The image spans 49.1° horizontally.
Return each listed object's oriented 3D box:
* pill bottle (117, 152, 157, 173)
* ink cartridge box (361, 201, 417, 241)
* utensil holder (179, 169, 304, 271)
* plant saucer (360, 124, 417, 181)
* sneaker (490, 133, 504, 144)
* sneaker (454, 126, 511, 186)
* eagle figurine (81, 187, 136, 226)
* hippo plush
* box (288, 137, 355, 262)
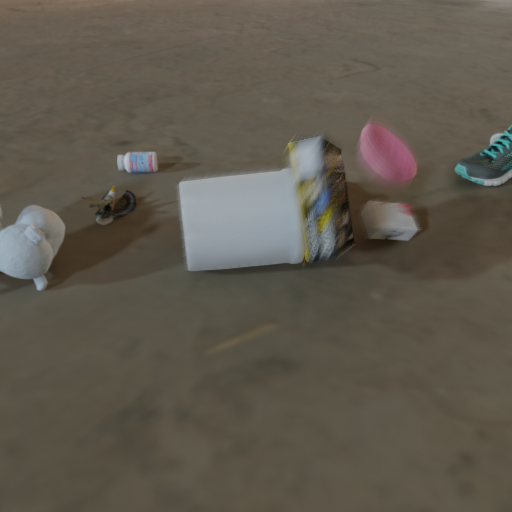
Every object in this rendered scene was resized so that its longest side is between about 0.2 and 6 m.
[{"bbox_3d":[-2.822,-2.226,13.345,0.888,0.483,0.483,-3,33,-3],"label":"pill bottle"},{"bbox_3d":[2.503,-0.665,10.625,0.883,0.368,0.641,3,55,-19],"label":"ink cartridge box"},{"bbox_3d":[-0.276,-0.619,9.814,1.992,1.692,1.692,-5,33,-6],"label":"utensil holder"},{"bbox_3d":[2.014,-1.563,8.705,1.076,0.273,1.076,24,43,-24],"label":"plant saucer"},{"bbox_3d":[6.640,-2.809,14.202,1.378,0.541,0.547,21,42,10],"label":"sneaker"},{"bbox_3d":[5.824,-2.469,12.987,2.806,1.280,1.089,-15,36,-21],"label":"sneaker"},{"bbox_3d":[-3.010,-1.091,11.627,0.751,0.747,0.990,51,10,3],"label":"eagle figurine"},{"bbox_3d":[-4.326,-0.418,9.258,1.954,1.936,2.431,4,33,7],"label":"hippo plush"},{"bbox_3d":[1.161,-0.941,9.400,0.565,1.828,2.290,-10,4,17],"label":"box"}]
